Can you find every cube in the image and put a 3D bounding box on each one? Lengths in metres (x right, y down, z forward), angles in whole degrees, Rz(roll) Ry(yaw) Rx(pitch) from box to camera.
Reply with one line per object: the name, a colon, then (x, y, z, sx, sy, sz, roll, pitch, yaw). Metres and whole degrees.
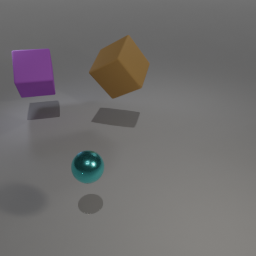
cube: (-0.275, -2.154, 10.054, 1.400, 1.400, 1.400, -16, 41, 36)
cube: (-3.736, -2.172, 11.231, 1.400, 1.400, 1.400, -7, -15, -12)

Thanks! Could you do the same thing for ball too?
ball: (-0.850, 0.822, 5.924, 0.700, 0.700, 0.700, 0, 29, 0)
